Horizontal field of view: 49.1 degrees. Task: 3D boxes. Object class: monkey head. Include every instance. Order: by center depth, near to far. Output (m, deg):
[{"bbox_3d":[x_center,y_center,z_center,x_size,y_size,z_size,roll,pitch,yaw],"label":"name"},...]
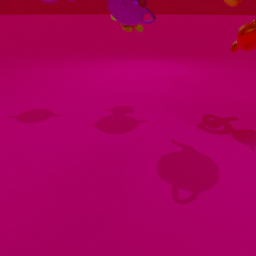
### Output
[{"bbox_3d":[2.999,-2.339,6.766,0.760,1.262,0.908,2,68,-11],"label":"monkey head"},{"bbox_3d":[0.005,-3.139,8.368,1.078,0.775,0.650,20,-12,-14],"label":"monkey head"}]

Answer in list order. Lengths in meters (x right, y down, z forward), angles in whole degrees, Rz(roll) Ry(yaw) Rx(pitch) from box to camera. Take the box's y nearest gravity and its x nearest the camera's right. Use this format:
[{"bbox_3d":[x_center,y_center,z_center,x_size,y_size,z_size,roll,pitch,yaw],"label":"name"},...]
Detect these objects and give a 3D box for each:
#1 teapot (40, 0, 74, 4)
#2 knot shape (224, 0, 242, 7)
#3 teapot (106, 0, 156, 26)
[{"bbox_3d":[-2.281,-3.981,8.023,1.564,0.766,0.972,10,-14,-4],"label":"teapot"},{"bbox_3d":[2.597,-3.933,7.502,0.632,1.367,1.280,-39,0,35],"label":"knot shape"},{"bbox_3d":[-0.019,-3.428,7.521,1.839,0.900,1.143,37,-14,-7],"label":"teapot"}]
